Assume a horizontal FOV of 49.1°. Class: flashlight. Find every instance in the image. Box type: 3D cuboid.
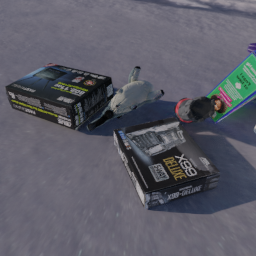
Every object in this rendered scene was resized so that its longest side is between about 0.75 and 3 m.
[{"bbox_3d":[1.513,-0.428,6.449,0.684,0.682,2.013,14,1,-1],"label":"flashlight"}]

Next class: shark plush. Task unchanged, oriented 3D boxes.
[{"bbox_3d":[0.003,-0.520,7.272,1.071,0.982,2.358,37,57,3],"label":"shark plush"}]

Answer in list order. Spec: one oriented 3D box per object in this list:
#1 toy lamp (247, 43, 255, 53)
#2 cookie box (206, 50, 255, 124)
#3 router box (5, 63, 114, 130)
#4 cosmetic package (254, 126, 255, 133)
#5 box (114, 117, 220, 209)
[{"bbox_3d":[5.500,-2.796,10.464,2.003,0.583,0.583,25,44,35],"label":"toy lamp"},{"bbox_3d":[3.092,-1.196,7.092,1.765,2.064,0.775,-28,75,-32],"label":"cookie box"},{"bbox_3d":[-1.889,-0.989,7.873,2.410,0.749,1.806,17,41,25],"label":"router box"},{"bbox_3d":[4.646,-0.770,5.704,2.369,2.874,2.371,-27,50,-29],"label":"cosmetic package"},{"bbox_3d":[0.721,0.624,5.993,1.574,0.497,1.995,-12,39,-14],"label":"box"}]
